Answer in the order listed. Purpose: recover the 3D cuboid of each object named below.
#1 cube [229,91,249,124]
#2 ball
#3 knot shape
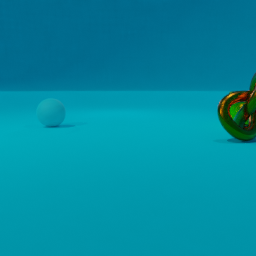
[{"bbox_3d":[3.375,-0.530,7.880,1.002,1.002,1.002,3,10,23],"label":"cube"},{"bbox_3d":[-2.199,-0.439,8.030,0.817,0.817,0.817,0,8,0],"label":"ball"},{"bbox_3d":[2.706,-0.526,6.040,1.648,1.542,0.761,3,17,-37],"label":"knot shape"}]
